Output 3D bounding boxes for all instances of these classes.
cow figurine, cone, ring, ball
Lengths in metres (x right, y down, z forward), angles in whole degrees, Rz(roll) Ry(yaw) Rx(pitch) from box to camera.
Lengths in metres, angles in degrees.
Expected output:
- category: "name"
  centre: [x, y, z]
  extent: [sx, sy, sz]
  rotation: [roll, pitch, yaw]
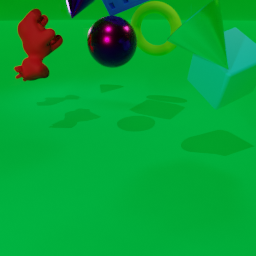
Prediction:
- category: "cow figurine"
  centre: [-2.257, -1.885, 6.651]
  extent: [1.411, 1.434, 0.787]
  rotation: [-37, -9, 8]
- category: "cone"
  centre: [1.337, -1.351, 4.545]
  extent: [1.004, 1.008, 1.004]
  rotation: [-38, 5, 4]
- category: "ring"
  centre: [0.809, -2.883, 8.237]
  extent: [1.575, 1.575, 0.315]
  rotation: [10, 38, 22]
- category: "ball"
  centre: [-0.345, -1.877, 6.139]
  extent: [1.096, 1.096, 1.096]
  rotation: [0, 23, 0]
- category: "cone"
  centre: [-1.648, -3.905, 8.859]
  extent: [1.138, 1.142, 1.138]
  rotation: [8, -21, 3]

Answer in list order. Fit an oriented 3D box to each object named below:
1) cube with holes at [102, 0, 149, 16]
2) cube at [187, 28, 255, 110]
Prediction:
- category: "cube with holes"
  centre: [0.052, -3.416, 6.121]
  extent: [1.192, 1.192, 1.192]
  rotation: [-2, 40, 43]
- category: "cube"
  centre: [1.857, -1.124, 5.332]
  extent: [0.956, 0.956, 0.956]
  rotation: [-25, 59, -15]
